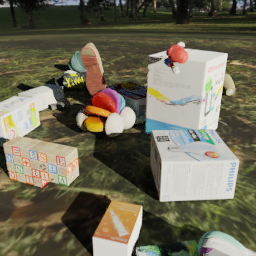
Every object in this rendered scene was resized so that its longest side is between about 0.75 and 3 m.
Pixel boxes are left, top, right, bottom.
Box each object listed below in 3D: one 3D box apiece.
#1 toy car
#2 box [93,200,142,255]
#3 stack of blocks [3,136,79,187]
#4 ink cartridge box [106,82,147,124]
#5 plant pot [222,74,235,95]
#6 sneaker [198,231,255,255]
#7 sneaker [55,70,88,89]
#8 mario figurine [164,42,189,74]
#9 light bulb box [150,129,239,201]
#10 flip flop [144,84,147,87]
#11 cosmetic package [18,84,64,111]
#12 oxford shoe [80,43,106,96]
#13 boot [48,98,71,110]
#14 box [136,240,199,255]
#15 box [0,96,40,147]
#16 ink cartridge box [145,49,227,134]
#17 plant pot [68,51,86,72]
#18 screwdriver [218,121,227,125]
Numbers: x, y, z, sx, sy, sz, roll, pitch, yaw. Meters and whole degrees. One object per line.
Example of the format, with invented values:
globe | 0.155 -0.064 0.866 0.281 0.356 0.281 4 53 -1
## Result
toy car | -0.817 -0.681 10.517 1.846 1.582 2.109 12 22 26
box | -0.178 2.072 5.670 0.701 0.549 1.127 6 25 14
stack of blocks | -2.296 0.962 7.489 1.923 1.108 0.563 9 25 19
ink cartridge box | 0.459 -1.271 12.565 2.242 1.071 2.554 -16 28 -34
plant pot | 5.297 -2.229 15.055 0.999 0.999 1.066 -4 38 -9
sneaker | 1.999 2.606 4.442 1.925 0.748 1.346 14 42 14
sneaker | -2.923 -2.592 15.819 2.945 1.097 1.246 7 29 37
mario figurine | 1.438 -2.001 8.011 0.691 0.804 1.303 -21 11 0
light bulb box | 1.642 0.918 7.503 1.874 1.170 1.858 -2 24 -4
flip flop | 1.329 -2.145 15.242 0.704 0.500 1.736 -5 24 -11
cosmetic package | -4.061 -1.459 13.305 1.029 0.811 1.912 13 26 30
oxford shoe | -1.202 -2.142 10.632 0.776 2.192 0.809 0 37 8
boot | -3.292 -1.122 13.233 0.955 0.346 0.868 -21 29 -26
box | 0.817 2.504 5.106 1.213 0.220 0.875 -2 24 -9
box | -4.293 -0.291 10.247 1.038 1.153 2.049 7 25 15
ink cartridge box | 2.071 -1.232 10.188 2.125 2.910 2.135 16 29 32
plant pot | -3.560 -4.519 19.736 0.975 1.456 1.456 -24 15 24
screwdriver | 3.251 -0.483 11.778 0.334 0.320 2.294 21 6 -44
